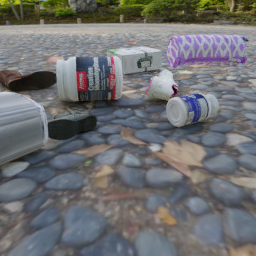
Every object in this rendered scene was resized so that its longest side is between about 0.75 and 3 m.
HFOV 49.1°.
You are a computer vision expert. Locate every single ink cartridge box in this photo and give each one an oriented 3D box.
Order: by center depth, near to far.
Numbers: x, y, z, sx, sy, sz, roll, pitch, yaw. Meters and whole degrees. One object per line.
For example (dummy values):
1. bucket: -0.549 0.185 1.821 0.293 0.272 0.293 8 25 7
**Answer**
1. ink cartridge box: 0.354 -3.837 15.684 2.556 1.074 1.866 -14 28 -28

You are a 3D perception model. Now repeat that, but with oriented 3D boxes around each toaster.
1. toaster: -3.222 -0.049 7.063 2.638 1.499 1.704 19 29 38

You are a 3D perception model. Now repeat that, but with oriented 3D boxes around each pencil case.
1. pencil case: 2.547 -2.448 9.132 2.561 1.075 1.095 -4 60 -10

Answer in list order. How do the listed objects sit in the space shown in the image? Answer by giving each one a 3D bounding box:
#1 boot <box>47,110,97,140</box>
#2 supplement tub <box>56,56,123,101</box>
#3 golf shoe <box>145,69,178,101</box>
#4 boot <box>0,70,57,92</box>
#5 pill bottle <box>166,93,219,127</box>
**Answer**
1. boot: -1.933 -0.140 8.485 1.790 0.606 1.169 -14 22 -42
2. supplement tub: -1.450 -1.892 10.773 2.370 1.663 1.663 -3 25 -8
3. golf shoe: 1.571 -1.704 11.564 1.168 0.961 2.552 26 32 11
4. boot: -4.773 -2.353 13.004 2.303 0.794 2.471 -15 24 -32
5. pill bottle: 2.096 -0.622 8.969 1.541 0.922 0.922 -13 28 -27
